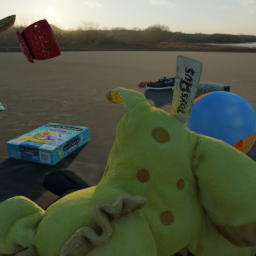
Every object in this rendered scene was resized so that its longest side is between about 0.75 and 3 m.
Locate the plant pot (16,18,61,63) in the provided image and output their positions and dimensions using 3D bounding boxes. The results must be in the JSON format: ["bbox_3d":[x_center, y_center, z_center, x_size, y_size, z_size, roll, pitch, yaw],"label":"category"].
[{"bbox_3d":[-2.612,-2.477,8.147,1.002,1.100,1.100,-26,24,-9],"label":"plant pot"}]

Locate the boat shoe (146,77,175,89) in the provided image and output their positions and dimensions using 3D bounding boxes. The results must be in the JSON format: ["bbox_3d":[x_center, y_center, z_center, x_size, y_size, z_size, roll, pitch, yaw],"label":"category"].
[{"bbox_3d":[1.948,-2.395,14.756,2.076,0.626,0.785,-6,20,-18],"label":"boat shoe"}]

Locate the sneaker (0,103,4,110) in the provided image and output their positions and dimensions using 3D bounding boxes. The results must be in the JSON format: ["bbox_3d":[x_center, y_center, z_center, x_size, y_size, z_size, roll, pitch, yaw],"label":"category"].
[{"bbox_3d":[-4.994,-0.936,10.727,0.282,0.453,0.767,-15,25,-40],"label":"sneaker"}]

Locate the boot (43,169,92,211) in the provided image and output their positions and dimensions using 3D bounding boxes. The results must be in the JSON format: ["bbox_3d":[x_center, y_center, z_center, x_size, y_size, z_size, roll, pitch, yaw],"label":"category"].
[{"bbox_3d":[-1.097,1.121,4.564,1.056,0.480,1.256,20,20,37],"label":"boot"}]

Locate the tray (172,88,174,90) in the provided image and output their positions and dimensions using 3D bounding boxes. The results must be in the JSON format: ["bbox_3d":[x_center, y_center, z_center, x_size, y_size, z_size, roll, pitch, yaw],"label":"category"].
[{"bbox_3d":[3.112,-1.821,13.755,1.712,0.190,0.919,-4,20,-12],"label":"tray"}]

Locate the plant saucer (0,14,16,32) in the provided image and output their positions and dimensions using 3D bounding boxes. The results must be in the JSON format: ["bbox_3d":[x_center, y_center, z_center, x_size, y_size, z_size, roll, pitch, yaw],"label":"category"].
[{"bbox_3d":[-4.252,-3.467,9.459,1.174,0.208,1.174,-15,39,13],"label":"plant saucer"}]

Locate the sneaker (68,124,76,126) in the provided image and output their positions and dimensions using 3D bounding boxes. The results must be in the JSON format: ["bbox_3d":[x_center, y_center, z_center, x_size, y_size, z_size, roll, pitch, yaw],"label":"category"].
[{"bbox_3d":[-1.629,0.013,8.176,0.816,0.306,0.471,15,22,40],"label":"sneaker"}]

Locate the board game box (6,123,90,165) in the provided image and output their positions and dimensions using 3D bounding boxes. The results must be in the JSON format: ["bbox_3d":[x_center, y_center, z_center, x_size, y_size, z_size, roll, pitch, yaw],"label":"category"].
[{"bbox_3d":[-1.935,0.332,7.068,1.274,0.396,1.688,7,20,20],"label":"board game box"}]

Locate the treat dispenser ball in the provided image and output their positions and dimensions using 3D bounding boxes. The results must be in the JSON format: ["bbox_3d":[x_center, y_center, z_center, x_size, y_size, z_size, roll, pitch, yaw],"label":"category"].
[{"bbox_3d":[2.014,-0.014,6.251,1.611,1.611,1.611,0,19,0],"label":"treat dispenser ball"}]

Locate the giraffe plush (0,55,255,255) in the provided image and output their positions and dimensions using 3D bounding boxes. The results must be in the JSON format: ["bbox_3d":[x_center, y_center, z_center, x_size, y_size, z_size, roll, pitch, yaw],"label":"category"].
[{"bbox_3d":[0.086,0.955,2.744,2.260,2.619,2.124,15,46,38],"label":"giraffe plush"}]

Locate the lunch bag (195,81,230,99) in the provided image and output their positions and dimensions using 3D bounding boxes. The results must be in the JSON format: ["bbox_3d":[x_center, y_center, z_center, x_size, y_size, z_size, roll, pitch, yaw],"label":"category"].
[{"bbox_3d":[3.306,-1.399,11.363,1.304,0.935,1.589,12,27,31],"label":"lunch bag"}]

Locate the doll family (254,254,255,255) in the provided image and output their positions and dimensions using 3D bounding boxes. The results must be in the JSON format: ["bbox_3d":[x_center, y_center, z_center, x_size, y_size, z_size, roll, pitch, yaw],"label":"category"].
[{"bbox_3d":[2.049,1.340,3.315,1.540,1.045,2.664,-7,14,-7],"label":"doll family"}]

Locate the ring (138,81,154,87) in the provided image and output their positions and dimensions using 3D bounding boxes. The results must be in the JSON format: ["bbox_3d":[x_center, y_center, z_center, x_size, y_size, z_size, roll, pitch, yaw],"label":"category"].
[{"bbox_3d":[1.293,-2.498,15.844,1.447,0.139,1.447,0,18,0],"label":"ring"}]
